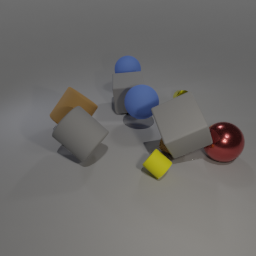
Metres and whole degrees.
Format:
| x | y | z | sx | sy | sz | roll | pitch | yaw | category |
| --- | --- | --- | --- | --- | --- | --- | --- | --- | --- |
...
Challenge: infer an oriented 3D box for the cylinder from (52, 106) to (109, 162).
| x | y | z | sx | sy | sz | roll | pitch | yaw | category |
| --- | --- | --- | --- | --- | --- | --- | --- | --- | --- |
| -1.620 | 0.205 | 9.628 | 1.400 | 1.400 | 1.400 | 41 | 38 | -1 | cylinder |

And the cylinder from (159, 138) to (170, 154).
| x | y | z | sx | sy | sz | roll | pitch | yaw | category |
| --- | --- | --- | --- | --- | --- | --- | --- | --- | --- |
| 1.613 | 0.602 | 10.220 | 0.700 | 0.700 | 0.700 | 22 | 37 | 32 | cylinder |

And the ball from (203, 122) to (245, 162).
| x | y | z | sx | sy | sz | roll | pitch | yaw | category |
| --- | --- | --- | --- | --- | --- | --- | --- | --- | --- |
| 3.321 | 0.481 | 9.775 | 1.400 | 1.400 | 1.400 | 0 | 31 | 0 | ball |

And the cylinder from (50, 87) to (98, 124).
| x | y | z | sx | sy | sz | roll | pitch | yaw | category |
| --- | --- | --- | --- | --- | --- | --- | --- | --- | --- |
| -2.147 | -0.678 | 11.145 | 1.400 | 1.400 | 1.400 | 35 | 3 | -2 | cylinder |

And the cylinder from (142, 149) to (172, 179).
| x | y | z | sx | sy | sz | roll | pitch | yaw | category |
| --- | --- | --- | --- | --- | --- | --- | --- | --- | --- |
| 0.946 | 1.161 | 9.070 | 0.700 | 0.700 | 0.700 | 41 | 41 | 6 | cylinder |

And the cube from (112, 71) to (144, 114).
| x | y | z | sx | sy | sz | roll | pitch | yaw | category |
| --- | --- | --- | --- | --- | --- | --- | --- | --- | --- |
| 0.039 | -1.643 | 12.990 | 1.400 | 1.400 | 1.400 | -5 | 39 | 1 | cube |

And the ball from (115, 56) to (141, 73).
| x | y | z | sx | sy | sz | roll | pitch | yaw | category |
| --- | --- | --- | --- | --- | --- | --- | --- | --- | --- |
| -0.013 | -3.121 | 14.881 | 1.400 | 1.400 | 1.400 | 0 | 31 | 0 | ball |

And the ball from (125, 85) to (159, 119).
| x | y | z | sx | sy | sz | roll | pitch | yaw | category |
| --- | --- | --- | --- | --- | --- | --- | --- | --- | --- |
| 0.557 | -1.055 | 11.379 | 1.400 | 1.400 | 1.400 | 0 | 31 | 0 | ball |

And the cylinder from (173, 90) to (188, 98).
| x | y | z | sx | sy | sz | roll | pitch | yaw | category |
| --- | --- | --- | --- | --- | --- | --- | --- | --- | --- |
| 2.596 | -1.479 | 13.492 | 0.700 | 0.700 | 0.700 | -3 | 9 | -5 | cylinder |

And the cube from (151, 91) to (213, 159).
| x | y | z | sx | sy | sz | roll | pitch | yaw | category |
| --- | --- | --- | --- | --- | --- | --- | --- | --- | --- |
| 1.769 | -0.060 | 9.148 | 1.400 | 1.400 | 1.400 | -24 | 58 | 11 | cube |
